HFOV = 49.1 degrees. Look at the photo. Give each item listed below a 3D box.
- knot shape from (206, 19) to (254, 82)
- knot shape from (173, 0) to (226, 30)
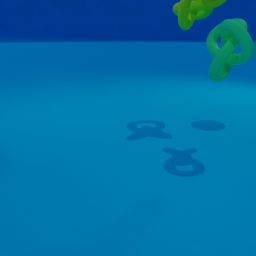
[{"bbox_3d":[1.914,-1.550,5.269,0.596,1.289,1.207,8,-3,-4],"label":"knot shape"},{"bbox_3d":[1.667,-3.010,6.846,1.475,0.728,1.576,-41,9,-35],"label":"knot shape"}]
